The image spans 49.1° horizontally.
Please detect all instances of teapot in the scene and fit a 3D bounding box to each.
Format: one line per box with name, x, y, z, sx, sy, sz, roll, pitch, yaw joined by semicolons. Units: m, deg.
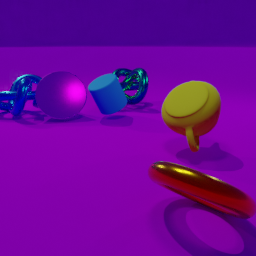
teapot;1.364;-0.377;5.848;1.218;0.959;1.959;-13;48;28

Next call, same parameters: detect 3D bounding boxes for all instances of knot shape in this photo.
knot shape;-3.537;-1.005;8.904;1.761;0.870;1.882;-21;24;16
knot shape;-0.061;-1.574;10.061;2.016;0.932;1.886;-13;32;25

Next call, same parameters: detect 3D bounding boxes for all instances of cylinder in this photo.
cylinder;-0.595;-1.006;8.356;0.904;0.904;0.904;-18;33;12

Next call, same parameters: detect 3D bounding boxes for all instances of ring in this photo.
ring;0.910;0.788;3.595;1.396;0.279;1.396;23;-11;5

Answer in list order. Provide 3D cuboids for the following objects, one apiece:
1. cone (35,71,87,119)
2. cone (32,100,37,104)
cone;-2.086;-0.823;8.940;1.484;1.484;1.489;-3;-12;-11
cone;-2.944;-1.196;10.359;0.935;0.932;0.932;15;13;-18
